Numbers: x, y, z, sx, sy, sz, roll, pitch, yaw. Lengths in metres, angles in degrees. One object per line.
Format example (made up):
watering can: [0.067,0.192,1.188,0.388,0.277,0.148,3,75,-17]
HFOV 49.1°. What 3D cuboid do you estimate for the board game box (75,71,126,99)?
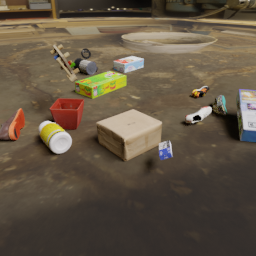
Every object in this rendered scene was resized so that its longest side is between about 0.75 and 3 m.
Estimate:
board game box: [-1.427,-2.389,15.179,1.325,0.621,2.608,21,34,35]

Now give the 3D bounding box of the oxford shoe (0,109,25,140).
oxford shoe: [-4.548,-0.198,10.948,0.732,0.718,2.018,-7,28,-2]

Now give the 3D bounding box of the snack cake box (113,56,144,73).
snack cake box: [0.056,-4.266,18.753,1.080,0.631,1.878,26,37,37]

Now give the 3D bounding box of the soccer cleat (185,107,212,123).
soccer cleat: [2.982,-0.509,11.539,1.335,0.458,0.569,-21,21,-18]

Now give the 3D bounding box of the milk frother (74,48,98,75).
milk frother: [-2.608,-4.293,17.989,1.331,1.415,1.277,23,31,36]

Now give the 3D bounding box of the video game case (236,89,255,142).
video game case: [5.795,-0.427,10.825,2.892,0.657,2.622,7,43,12]

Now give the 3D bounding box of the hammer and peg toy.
hammer and peg toy: [-2.554,-2.693,11.630,0.598,1.248,1.697,-34,46,-6]

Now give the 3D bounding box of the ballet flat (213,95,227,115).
ballet flat: [4.136,-0.966,12.676,0.611,0.611,1.700,6,28,12]

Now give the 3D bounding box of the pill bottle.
pill bottle: [-2.630,0.275,9.909,0.788,0.788,1.402,-19,33,-31]

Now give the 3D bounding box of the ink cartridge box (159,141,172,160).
ink cartridge box: [1.139,0.668,8.529,0.358,0.169,0.762,-18,23,14]

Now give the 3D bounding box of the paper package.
paper package: [0.047,0.181,9.950,1.788,0.925,1.704,-22,35,-34]

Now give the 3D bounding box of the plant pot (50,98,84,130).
plant pot: [-2.386,-0.532,11.263,1.098,0.969,1.099,3,28,5]

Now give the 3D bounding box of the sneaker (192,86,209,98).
sneaker: [3.829,-1.790,14.356,1.152,0.403,0.518,-19,43,-27]
